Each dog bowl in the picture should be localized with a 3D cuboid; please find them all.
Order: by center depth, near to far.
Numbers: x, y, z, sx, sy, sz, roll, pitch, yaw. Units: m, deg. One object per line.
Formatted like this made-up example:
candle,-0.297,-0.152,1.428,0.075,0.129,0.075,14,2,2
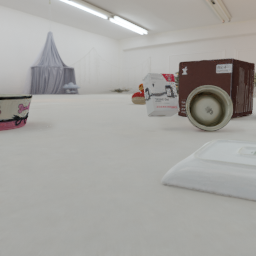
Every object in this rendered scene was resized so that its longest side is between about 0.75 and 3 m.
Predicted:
dog bowl,2.283,-0.533,8.081,1.338,1.338,0.493,0,-11,1
dog bowl,-4.414,-0.531,8.762,2.750,1.014,2.750,0,8,0

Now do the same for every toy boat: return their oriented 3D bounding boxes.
toy boat,1.045,-2.508,20.449,1.470,1.472,2.252,1,9,9

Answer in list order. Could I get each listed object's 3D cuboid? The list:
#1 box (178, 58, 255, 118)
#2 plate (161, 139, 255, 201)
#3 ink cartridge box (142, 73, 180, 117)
box,3.809,-1.663,11.973,2.300,2.276,2.772,7,11,40
plate,1.898,0.502,4.018,2.226,0.360,2.221,5,9,29
ink cartridge box,1.000,-0.992,8.494,0.892,1.228,0.512,-2,-15,-22
